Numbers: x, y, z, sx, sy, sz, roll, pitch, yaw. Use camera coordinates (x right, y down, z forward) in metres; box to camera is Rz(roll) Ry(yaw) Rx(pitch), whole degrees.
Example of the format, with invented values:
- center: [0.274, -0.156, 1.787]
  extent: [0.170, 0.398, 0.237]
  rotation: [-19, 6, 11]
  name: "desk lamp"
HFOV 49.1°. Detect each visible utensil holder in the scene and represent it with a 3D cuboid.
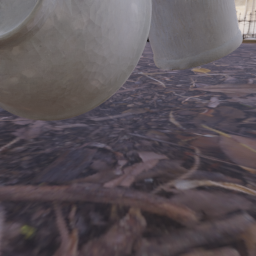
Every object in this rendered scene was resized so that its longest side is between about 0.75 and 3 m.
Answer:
- center: [1.247, -2.847, 6.156]
  extent: [2.087, 2.456, 2.087]
  rotation: [-17, 28, 9]
  name: "utensil holder"

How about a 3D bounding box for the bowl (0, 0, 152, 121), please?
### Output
- center: [-1.233, -1.526, 3.331]
  extent: [2.927, 2.927, 1.316]
  rotation: [4, 3, 11]
  name: "bowl"
